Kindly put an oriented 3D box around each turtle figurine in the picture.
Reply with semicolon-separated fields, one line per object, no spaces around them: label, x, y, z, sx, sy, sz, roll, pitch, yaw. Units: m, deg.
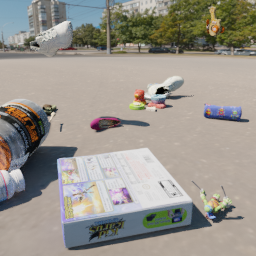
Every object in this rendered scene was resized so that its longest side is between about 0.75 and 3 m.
turtle figurine;1.914;1.487;6.063;0.627;0.871;0.845;-24;-21;32

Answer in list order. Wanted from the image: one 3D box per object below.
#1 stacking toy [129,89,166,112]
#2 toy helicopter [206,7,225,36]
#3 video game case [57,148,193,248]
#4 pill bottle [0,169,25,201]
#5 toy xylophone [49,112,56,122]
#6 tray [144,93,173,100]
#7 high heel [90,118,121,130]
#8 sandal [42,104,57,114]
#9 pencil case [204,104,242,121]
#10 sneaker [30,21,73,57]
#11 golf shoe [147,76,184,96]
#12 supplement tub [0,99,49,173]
stacking toy;1.008;-1.522;14.974;1.941;0.820;1.757;7;19;22
toy helicopter;3.084;-3.848;10.147;0.400;1.014;0.670;-8;4;-29
video game case;-0.293;1.382;6.517;2.536;0.636;2.797;-5;19;-14
pill bottle;-3.100;1.383;6.452;1.271;0.691;0.691;-14;23;-36
toy xylophone;-3.808;-0.219;11.524;1.521;0.522;2.078;-1;18;-2
tray;1.689;-2.004;17.351;2.089;0.232;1.122;-16;24;-39
high heel;-0.920;-0.205;11.491;0.680;0.477;1.414;-1;12;33
sandal;-4.041;-1.004;13.999;0.625;0.449;1.574;1;18;2
pencil case;4.333;-0.738;12.885;1.695;0.661;0.736;8;5;23
sneaker;-3.014;-3.498;11.109;2.331;0.868;1.015;-21;-12;42
golf shoe;2.453;-2.433;17.114;2.496;0.977;1.213;-21;26;-11
supplement tub;-3.514;0.285;8.073;1.757;1.757;2.867;1;19;2
